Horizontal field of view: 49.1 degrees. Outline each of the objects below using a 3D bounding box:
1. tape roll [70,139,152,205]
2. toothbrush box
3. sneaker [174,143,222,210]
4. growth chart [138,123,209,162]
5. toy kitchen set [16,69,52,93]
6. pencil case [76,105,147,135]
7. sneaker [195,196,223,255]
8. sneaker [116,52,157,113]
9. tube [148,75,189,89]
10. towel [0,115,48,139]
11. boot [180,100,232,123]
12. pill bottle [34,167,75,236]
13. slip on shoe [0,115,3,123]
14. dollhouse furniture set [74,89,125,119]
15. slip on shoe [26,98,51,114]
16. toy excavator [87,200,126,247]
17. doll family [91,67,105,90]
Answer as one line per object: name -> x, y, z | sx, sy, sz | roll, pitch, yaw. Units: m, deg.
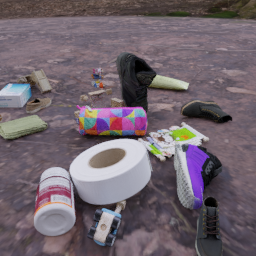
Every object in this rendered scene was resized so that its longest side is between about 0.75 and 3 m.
tape roll -> -0.466, 1.126, 7.773 | 2.177, 0.761, 2.177 | -14, 21, 5
toothbrush box -> -5.487, -1.583, 13.574 | 1.129, 0.658, 1.542 | 0, 28, -1
sneaker -> 2.066, 1.214, 7.983 | 1.334, 0.933, 2.683 | 2, 28, 3
growth chart -> 1.636, 0.423, 10.258 | 2.521, 0.224, 1.824 | -17, 31, -30
toy kitchen set -> -5.069, -2.211, 14.952 | 1.132, 1.252, 1.387 | -26, -2, -45
pencil case -> -0.604, -0.270, 10.533 | 2.675, 1.182, 1.182 | 2, 28, -2
sneaker -> 1.797, 2.237, 6.205 | 0.551, 0.783, 1.474 | 3, 28, 5
sneaker -> 0.444, -1.588, 11.272 | 1.072, 2.804, 1.606 | -24, 31, -22
tube -> 1.836, -2.499, 15.372 | 2.921, 0.758, 0.847 | 10, 68, 12
towel -> -4.172, -0.036, 11.030 | 1.713, 0.313, 1.271 | -20, 33, -32
boot -> 3.308, -0.625, 11.791 | 1.882, 0.729, 1.302 | -11, 35, -18
pill bottle -> -1.814, 1.754, 6.971 | 0.923, 0.923, 1.616 | -6, 28, -11
slip on shoe -> -5.627, -0.026, 10.861 | 0.497, 0.624, 1.641 | -31, 16, 40
dollhouse furniture set -> -1.206, -0.961, 11.929 | 2.030, 1.052, 0.899 | -17, 24, -28
slip on shoe -> -4.127, -1.165, 12.986 | 0.590, 0.470, 1.552 | 13, 31, 23
toy excavator -> -0.408, 2.170, 6.609 | 0.582, 1.165, 1.132 | 17, 71, 12
doll family -> -1.503, -2.467, 14.150 | 0.722, 1.163, 0.524 | -5, 0, -45
